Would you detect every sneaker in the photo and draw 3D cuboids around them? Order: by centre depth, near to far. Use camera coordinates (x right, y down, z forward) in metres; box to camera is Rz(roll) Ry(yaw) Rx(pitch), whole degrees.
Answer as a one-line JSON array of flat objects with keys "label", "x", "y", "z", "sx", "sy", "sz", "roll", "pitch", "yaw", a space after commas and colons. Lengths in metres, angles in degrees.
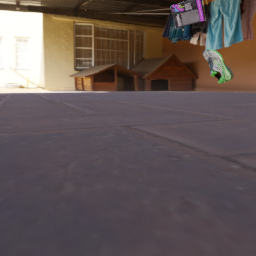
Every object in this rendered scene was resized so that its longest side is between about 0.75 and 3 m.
[{"label": "sneaker", "x": 2.045, "y": -1.452, "z": 6.529, "sx": 0.393, "sy": 0.924, "sz": 0.360, "roll": -31, "pitch": -13, "yaw": -12}]

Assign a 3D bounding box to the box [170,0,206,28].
[{"label": "box", "x": 2.223, "y": -4.255, "z": 10.334, "sx": 1.160, "sy": 0.830, "sz": 0.209, "roll": -7, "pitch": 28, "yaw": 26}]
